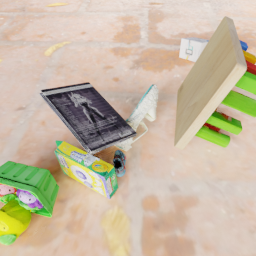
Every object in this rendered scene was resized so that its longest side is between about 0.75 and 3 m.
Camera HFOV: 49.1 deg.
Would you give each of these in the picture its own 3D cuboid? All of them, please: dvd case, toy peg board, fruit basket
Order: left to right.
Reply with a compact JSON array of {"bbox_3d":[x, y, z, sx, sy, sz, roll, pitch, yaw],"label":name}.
[{"bbox_3d":[-2.464,1.650,6.136,1.661,1.198,1.661,-8,42,7],"label":"fruit basket"},{"bbox_3d":[-0.999,-0.355,7.177,1.618,0.174,2.176,-20,60,-45],"label":"dvd case"},{"bbox_3d":[2.695,-1.089,8.092,1.443,2.949,2.937,22,42,-7],"label":"toy peg board"}]

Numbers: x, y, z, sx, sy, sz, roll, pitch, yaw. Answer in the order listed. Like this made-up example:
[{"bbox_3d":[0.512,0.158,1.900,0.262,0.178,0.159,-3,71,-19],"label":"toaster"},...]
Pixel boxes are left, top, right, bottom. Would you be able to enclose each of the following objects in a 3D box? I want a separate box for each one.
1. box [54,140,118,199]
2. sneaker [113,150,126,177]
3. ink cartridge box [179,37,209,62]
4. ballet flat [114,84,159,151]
[{"bbox_3d":[-1.112,0.991,6.955,1.768,1.037,0.428,24,55,26],"label":"box"},{"bbox_3d":[-0.233,0.872,7.518,0.332,0.400,0.838,-15,46,6],"label":"sneaker"},{"bbox_3d":[2.709,-3.103,11.078,0.787,0.784,1.073,-16,32,-31],"label":"ink cartridge box"},{"bbox_3d":[0.360,-0.260,8.370,0.845,0.845,2.356,27,67,26],"label":"ballet flat"}]
